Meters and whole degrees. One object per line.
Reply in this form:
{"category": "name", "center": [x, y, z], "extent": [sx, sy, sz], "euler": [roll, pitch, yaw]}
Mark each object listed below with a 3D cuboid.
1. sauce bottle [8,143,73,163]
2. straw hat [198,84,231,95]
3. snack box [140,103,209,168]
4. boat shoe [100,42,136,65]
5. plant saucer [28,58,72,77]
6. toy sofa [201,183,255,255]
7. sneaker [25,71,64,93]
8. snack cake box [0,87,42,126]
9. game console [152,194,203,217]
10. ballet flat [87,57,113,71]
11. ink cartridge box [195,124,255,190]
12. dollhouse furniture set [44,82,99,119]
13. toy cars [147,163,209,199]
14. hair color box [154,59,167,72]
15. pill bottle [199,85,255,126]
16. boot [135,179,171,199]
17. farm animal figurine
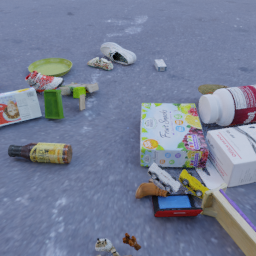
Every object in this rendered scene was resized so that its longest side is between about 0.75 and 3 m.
{"category": "sauce bottle", "center": [-2.756, 0.776, 8.800], "extent": [1.944, 0.642, 0.642], "euler": [1, 36, 6]}
{"category": "straw hat", "center": [3.557, -1.145, 11.328], "extent": [1.610, 1.610, 0.681], "euler": [13, 76, 18]}
{"category": "snack box", "center": [1.431, 0.133, 9.498], "extent": [2.018, 0.752, 2.837], "euler": [0, 34, 3]}
{"category": "boat shoe", "center": [-0.689, -4.075, 15.293], "extent": [2.335, 0.859, 0.780], "euler": [22, 40, 27]}
{"category": "plant saucer", "center": [-3.928, -3.026, 14.296], "extent": [2.186, 0.340, 2.186], "euler": [0, 36, 0]}
{"category": "toy sofa", "center": [2.688, 2.271, 6.501], "extent": [0.992, 0.842, 2.033], "euler": [-15, 38, -18]}
{"category": "sneaker", "center": [-3.596, -2.038, 11.897], "extent": [1.686, 0.903, 0.563], "euler": [-7, 47, 29]}
{"category": "snack cake box", "center": [-4.311, -0.771, 10.447], "extent": [1.872, 1.077, 0.629], "euler": [-16, 23, -21]}
{"category": "game console", "center": [1.223, 1.913, 7.185], "extent": [1.127, 0.972, 0.669], "euler": [-2, 62, -2]}
{"category": "ballet flat", "center": [-1.464, -3.446, 14.731], "extent": [1.592, 0.509, 0.602], "euler": [17, 42, 23]}
{"category": "ink cartridge box", "center": [3.443, 0.786, 8.485], "extent": [2.784, 0.928, 1.612], "euler": [-8, 37, -11]}
{"category": "dollhouse furniture set", "center": [-2.337, -1.214, 11.709], "extent": [1.421, 1.097, 2.842], "euler": [4, 16, 17]}
{"category": "toy cars", "center": [1.309, 1.492, 7.500], "extent": [1.910, 0.423, 0.856], "euler": [16, 36, -25]}
{"category": "hair color box", "center": [1.696, -3.294, 14.712], "extent": [0.460, 0.282, 0.929], "euler": [-4, 37, -6]}
{"category": "pill bottle", "center": [3.958, -0.818, 10.334], "extent": [2.446, 1.382, 1.382], "euler": [-7, 36, -9]}
{"category": "boot", "center": [0.710, 1.757, 7.628], "extent": [0.729, 0.360, 0.939], "euler": [20, 26, 36]}
{"category": "farm animal figurine", "center": [-0.158, 2.905, 5.896], "extent": [1.162, 0.612, 1.175], "euler": [-8, 42, 9]}
